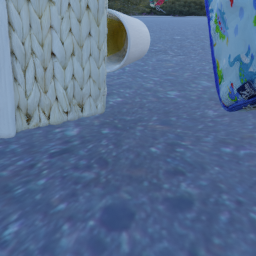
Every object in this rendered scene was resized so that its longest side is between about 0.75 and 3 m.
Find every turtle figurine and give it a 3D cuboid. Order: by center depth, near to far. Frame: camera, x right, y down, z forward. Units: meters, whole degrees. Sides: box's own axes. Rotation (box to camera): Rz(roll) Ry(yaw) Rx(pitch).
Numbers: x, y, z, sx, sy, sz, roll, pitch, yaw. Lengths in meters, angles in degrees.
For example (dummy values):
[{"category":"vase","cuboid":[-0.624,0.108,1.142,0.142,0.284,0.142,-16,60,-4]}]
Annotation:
[{"category":"turtle figurine","cuboid":[0.726,-3.371,6.698,0.821,1.097,0.552,-40,3,20]}]

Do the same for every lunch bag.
[{"category":"lunch bag","cuboid":[1.968,-1.677,4.299,1.165,2.826,2.272,-6,-3,2]}]

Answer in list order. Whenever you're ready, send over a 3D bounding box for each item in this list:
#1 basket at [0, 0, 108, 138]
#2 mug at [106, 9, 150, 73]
[{"category":"basket","cuboid":[-1.384,-1.430,3.862,1.671,2.709,1.836,-10,21,-36]},{"category":"mug","cuboid":[-0.288,-2.497,7.584,1.887,1.511,1.549,51,37,9]}]
